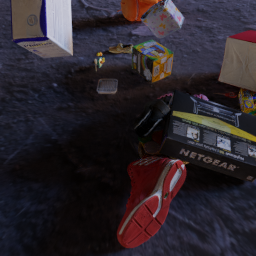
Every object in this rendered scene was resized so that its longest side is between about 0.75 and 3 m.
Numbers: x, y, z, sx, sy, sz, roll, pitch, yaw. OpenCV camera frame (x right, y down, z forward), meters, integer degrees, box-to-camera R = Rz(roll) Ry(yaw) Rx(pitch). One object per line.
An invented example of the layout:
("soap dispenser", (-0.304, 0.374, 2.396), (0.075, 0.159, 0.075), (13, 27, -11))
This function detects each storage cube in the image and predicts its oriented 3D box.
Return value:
("storage cube", (4.481, -2.391, 9.882), (1.911, 1.633, 1.718), (29, 40, 36))

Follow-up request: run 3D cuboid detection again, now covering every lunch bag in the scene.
("lunch bag", (1.162, -3.789, 9.766), (1.202, 1.019, 0.764), (-17, 44, 45))

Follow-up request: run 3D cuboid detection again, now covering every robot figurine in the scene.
("robot figurine", (0.764, -6.277, 14.245), (2.572, 1.500, 1.850), (-11, 47, -11))

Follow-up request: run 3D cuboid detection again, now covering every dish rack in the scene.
("dish rack", (-0.753, -1.514, 10.352), (0.736, 0.187, 0.858), (1, 45, 2))

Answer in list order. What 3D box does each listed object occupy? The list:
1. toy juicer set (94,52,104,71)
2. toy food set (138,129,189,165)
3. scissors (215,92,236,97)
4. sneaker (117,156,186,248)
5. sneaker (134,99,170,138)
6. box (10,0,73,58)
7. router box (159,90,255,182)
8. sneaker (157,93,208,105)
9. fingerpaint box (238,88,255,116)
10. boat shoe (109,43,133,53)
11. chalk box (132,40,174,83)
("toy juicer set", (-1.151, -2.752, 11.354), (0.231, 0.541, 0.850), (3, 43, 15))
("toy food set", (1.024, 0.595, 8.066), (1.518, 0.373, 1.533), (-16, 48, -17))
("scissors", (3.494, -1.205, 10.128), (0.812, 0.057, 0.297), (-1, 47, -4))
("sneaker", (0.315, 1.674, 6.881), (2.363, 0.926, 1.365), (-46, 32, -24))
("sneaker", (0.567, -0.219, 8.160), (0.663, 2.208, 1.152), (41, 83, -2))
("box", (-2.662, -3.485, 8.918), (1.139, 1.997, 2.171), (-3, 0, 8))
("router box", (2.344, 0.154, 7.906), (2.644, 0.691, 2.079), (18, 45, 0))
("sneaker", (1.728, -0.595, 9.142), (1.897, 0.750, 0.905), (-3, 58, 0))
("fingerpaint box", (4.345, -0.875, 9.544), (0.933, 0.410, 1.119), (7, 45, 7))
("boat shoe", (-0.302, -3.519, 12.253), (1.096, 0.364, 0.406), (-1, 45, -1))
("chalk box", (0.816, -2.702, 10.951), (1.028, 1.035, 1.658), (-26, 52, -24))
